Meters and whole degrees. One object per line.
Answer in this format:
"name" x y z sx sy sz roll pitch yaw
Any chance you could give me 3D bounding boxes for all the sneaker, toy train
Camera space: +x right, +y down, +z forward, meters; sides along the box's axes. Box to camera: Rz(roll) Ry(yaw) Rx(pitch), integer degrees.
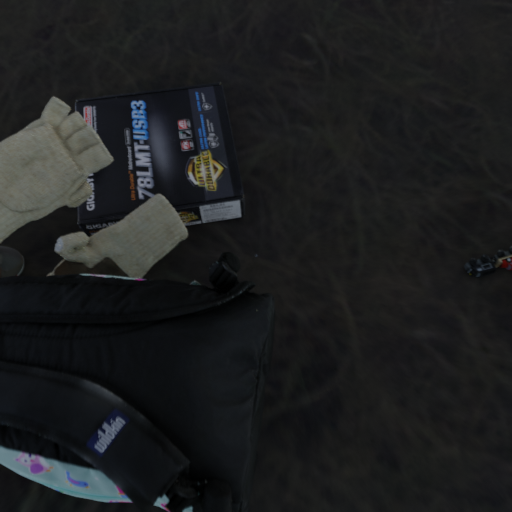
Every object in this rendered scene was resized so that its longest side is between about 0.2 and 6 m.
"sneaker" -4.766 0.033 9.492 0.922 2.253 0.868 -43 76 21
"toy train" 4.752 0.063 10.465 1.765 0.301 0.404 -15 64 -8

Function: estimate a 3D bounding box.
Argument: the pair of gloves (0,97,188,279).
"pair of gloves" -3.066 -0.507 9.243 2.861 3.365 0.590 -46 34 -6

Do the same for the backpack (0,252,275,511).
"backpack" -2.073 1.918 8.003 4.392 2.780 3.665 6 49 6

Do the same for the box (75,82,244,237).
"box" -2.005 -2.004 11.379 3.152 0.789 3.176 -7 60 -5
